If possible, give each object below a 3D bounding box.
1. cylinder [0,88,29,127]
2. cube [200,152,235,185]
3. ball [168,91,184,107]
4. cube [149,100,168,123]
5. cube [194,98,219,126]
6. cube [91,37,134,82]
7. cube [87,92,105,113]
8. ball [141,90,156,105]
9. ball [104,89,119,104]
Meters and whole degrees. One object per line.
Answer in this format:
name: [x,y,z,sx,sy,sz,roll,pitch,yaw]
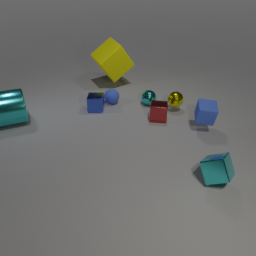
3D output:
cylinder: [-4.805,-0.781,11.091,1.400,1.400,1.400,-13,32,-20]
cube: [2.580,1.160,8.060,0.700,0.700,0.700,-14,4,35]
ball: [2.080,-1.248,12.216,0.700,0.700,0.700,0,30,0]
cube: [1.274,-0.682,11.624,0.700,0.700,0.700,5,30,6]
cube: [2.942,-0.604,10.577,0.700,0.700,0.700,8,45,2]
cube: [-0.806,-3.510,14.432,1.400,1.400,1.400,-41,44,2]
cube: [-1.420,-1.123,12.412,0.700,0.700,0.700,0,30,1]
ball: [0.959,-1.396,12.886,0.700,0.700,0.700,0,30,0]
ball: [-0.749,-1.471,13.011,0.700,0.700,0.700,0,30,0]
